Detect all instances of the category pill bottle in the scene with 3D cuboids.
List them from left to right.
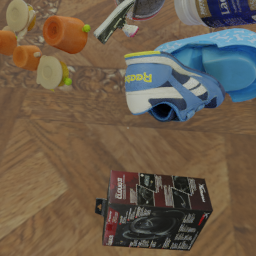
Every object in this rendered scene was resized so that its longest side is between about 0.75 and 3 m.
[{"bbox_3d":[0.470,-4.412,7.982,1.728,2.982,1.728,0,90,-4],"label":"pill bottle"},{"bbox_3d":[2.726,-3.542,7.281,1.725,1.725,2.981,-39,30,-22],"label":"pill bottle"}]

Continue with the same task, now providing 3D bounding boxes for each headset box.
[{"bbox_3d":[0.295,1.297,4.299,1.603,1.193,0.619,6,40,-4],"label":"headset box"}]

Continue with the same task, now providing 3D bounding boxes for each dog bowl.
[{"bbox_3d":[1.540,-1.203,5.775,2.676,1.492,0.663,-3,53,30],"label":"dog bowl"}]

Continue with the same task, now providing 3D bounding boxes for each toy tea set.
[{"bbox_3d":[-2.091,-2.045,6.678,2.775,1.650,1.027,30,19,23],"label":"toy tea set"}]

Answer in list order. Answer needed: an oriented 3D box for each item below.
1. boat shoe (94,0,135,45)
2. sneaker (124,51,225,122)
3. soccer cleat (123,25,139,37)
[{"bbox_3d":[-0.179,-1.838,4.817,0.919,0.325,0.292,-44,100,12],"label":"boat shoe"},{"bbox_3d":[0.811,-0.524,4.716,2.347,0.868,0.965,9,83,-41],"label":"sneaker"},{"bbox_3d":[0.039,-2.775,7.950,0.383,0.886,0.310,33,93,-16],"label":"soccer cleat"}]
